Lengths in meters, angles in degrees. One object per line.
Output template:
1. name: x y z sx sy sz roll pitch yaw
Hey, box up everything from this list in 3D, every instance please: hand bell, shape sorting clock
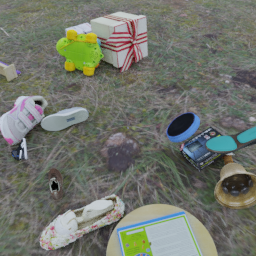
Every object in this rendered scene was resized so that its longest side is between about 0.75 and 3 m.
1. hand bell: 3.519 1.217 9.707 1.491 1.491 2.864 4 31 4
2. shape sorting clock: 0.891 3.451 7.509 2.958 0.580 2.958 -3 45 3

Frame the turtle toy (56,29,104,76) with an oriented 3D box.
1. turtle toy: -2.579 -4.091 14.850 2.943 2.144 1.487 16 24 16

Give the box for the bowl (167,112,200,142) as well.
1. bowl: 1.800 -0.050 9.289 1.201 0.236 1.201 -34 25 18

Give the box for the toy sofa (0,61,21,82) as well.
1. toy sofa: -6.545 -3.206 14.620 1.854 0.768 0.905 26 50 25

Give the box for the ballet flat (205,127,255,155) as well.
1. ballet flat: 3.321 0.514 8.688 1.878 0.642 0.639 -15 51 1

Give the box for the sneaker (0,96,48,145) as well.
1. sneaker: -4.078 -0.493 11.165 1.213 1.119 2.750 -15 40 19

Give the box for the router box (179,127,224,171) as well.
1. router box: 2.804 0.730 10.152 1.520 0.472 1.139 -31 39 -9

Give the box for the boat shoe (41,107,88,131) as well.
1. boat shoe: -2.650 -0.407 11.764 1.965 0.686 0.700 -16 23 -12

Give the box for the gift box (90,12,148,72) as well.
1. gift box: -0.479 -4.642 15.072 2.684 2.477 2.506 -34 44 -27

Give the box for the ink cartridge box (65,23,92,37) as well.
1. ink cartridge box: -2.957 -5.968 17.673 1.591 0.683 1.165 -26 49 -26

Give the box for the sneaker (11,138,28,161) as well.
1. sneaker: -3.943 0.753 10.105 0.533 0.348 0.953 -8 46 -18

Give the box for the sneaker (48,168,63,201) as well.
1. sneaker: -2.424 1.778 9.396 0.475 0.509 1.347 -13 45 -14

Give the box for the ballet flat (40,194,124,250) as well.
1. ballet flat: -1.341 2.623 8.233 2.663 0.851 1.007 -21 46 -21
